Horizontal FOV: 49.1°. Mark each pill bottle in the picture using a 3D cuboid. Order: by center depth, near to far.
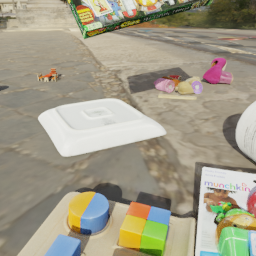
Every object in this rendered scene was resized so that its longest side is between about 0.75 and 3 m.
[{"bbox_3d":[2.946,0.392,4.514,1.324,1.324,2.316,-5,23,-12],"label":"pill bottle"}]

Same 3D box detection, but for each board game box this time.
[{"bbox_3d":[0.190,-2.659,5.217,2.718,1.424,0.319,-22,-11,-17],"label":"board game box"}]

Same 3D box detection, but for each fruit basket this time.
[{"bbox_3d":[1.621,1.125,3.183,1.611,0.815,1.739,7,44,15],"label":"fruit basket"}]

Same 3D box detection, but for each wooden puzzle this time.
[{"bbox_3d":[-0.280,1.402,3.267,2.036,0.471,1.886,6,24,15],"label":"wooden puzzle"}]

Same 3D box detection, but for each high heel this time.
[{"bbox_3d":[3.586,-2.554,11.939,1.194,0.837,2.483,10,26,-3],"label":"high heel"}]

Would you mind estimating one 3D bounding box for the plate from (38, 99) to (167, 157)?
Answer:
[{"bbox_3d":[-0.756,-0.227,7.145,2.601,0.421,2.607,-11,26,-25],"label":"plate"}]

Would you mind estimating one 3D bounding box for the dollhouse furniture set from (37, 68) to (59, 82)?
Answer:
[{"bbox_3d":[-3.306,-2.242,11.839,0.807,0.416,0.799,4,24,9],"label":"dollhouse furniture set"}]

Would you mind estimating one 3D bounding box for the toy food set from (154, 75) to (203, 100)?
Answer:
[{"bbox_3d":[1.898,-1.728,10.594,1.798,0.445,2.828,4,24,9],"label":"toy food set"}]
